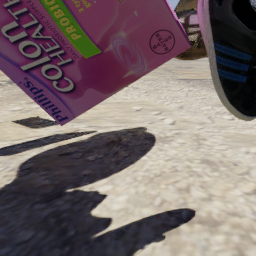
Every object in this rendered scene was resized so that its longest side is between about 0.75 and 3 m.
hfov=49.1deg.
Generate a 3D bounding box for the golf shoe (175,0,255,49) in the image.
[{"bbox_3d":[1.548,-2.134,6.298,2.698,1.275,1.049,-17,19,36],"label":"golf shoe"}]

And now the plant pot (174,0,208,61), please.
[{"bbox_3d":[2.319,-3.422,8.727,2.680,1.237,2.680,-14,-23,-6],"label":"plant pot"}]

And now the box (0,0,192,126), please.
[{"bbox_3d":[-0.883,-1.923,4.980,2.973,2.615,1.437,-28,35,19],"label":"box"}]

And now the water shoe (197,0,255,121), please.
[{"bbox_3d":[1.945,-1.240,4.727,0.891,2.491,0.983,-34,17,-32],"label":"water shoe"}]
